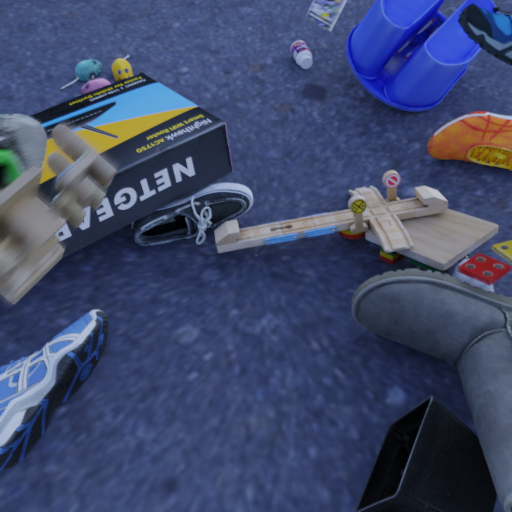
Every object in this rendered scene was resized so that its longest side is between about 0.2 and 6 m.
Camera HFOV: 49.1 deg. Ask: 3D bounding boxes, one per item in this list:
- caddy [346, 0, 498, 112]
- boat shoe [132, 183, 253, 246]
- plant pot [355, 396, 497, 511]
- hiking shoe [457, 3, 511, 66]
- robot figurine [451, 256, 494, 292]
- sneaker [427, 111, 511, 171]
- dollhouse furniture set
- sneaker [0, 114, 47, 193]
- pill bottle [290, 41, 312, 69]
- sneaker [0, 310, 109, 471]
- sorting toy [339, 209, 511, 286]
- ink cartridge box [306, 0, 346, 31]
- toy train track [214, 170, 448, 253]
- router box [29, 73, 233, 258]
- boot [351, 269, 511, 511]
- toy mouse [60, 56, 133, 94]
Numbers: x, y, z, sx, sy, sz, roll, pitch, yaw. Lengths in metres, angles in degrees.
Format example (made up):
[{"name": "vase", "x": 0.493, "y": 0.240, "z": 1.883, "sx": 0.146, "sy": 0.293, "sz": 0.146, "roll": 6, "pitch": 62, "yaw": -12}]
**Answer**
[{"name": "caddy", "x": 3.366, "y": -4.480, "z": 11.664, "sx": 2.383, "sy": 1.770, "sz": 3.371, "roll": 42, "pitch": 61, "yaw": 3}, {"name": "boat shoe", "x": -1.009, "y": -0.623, "z": 9.119, "sx": 2.041, "sy": 0.754, "sz": 0.697, "roll": -10, "pitch": 39, "yaw": -7}, {"name": "plant pot", "x": 2.045, "y": 2.572, "z": 6.420, "sx": 1.107, "sy": 1.248, "sz": 1.245, "roll": 29, "pitch": 56, "yaw": 7}, {"name": "hiking shoe", "x": 3.068, "y": -2.360, "z": 5.917, "sx": 1.834, "sy": 0.795, "sz": 0.682, "roll": 22, "pitch": 33, "yaw": -1}, {"name": "robot figurine", "x": 3.181, "y": 0.415, "z": 8.230, "sx": 0.530, "sy": 0.939, "sz": 0.797, "roll": -21, "pitch": 44, "yaw": 13}, {"name": "sneaker", "x": 4.424, "y": -2.038, "z": 10.211, "sx": 2.550, "sy": 0.931, "sz": 0.984, "roll": -4, "pitch": 51, "yaw": -2}, {"name": "dollhouse furniture set", "x": -2.113, "y": -0.336, "z": 4.553, "sx": 1.038, "sy": 1.563, "sz": 1.370, "roll": 42, "pitch": 60, "yaw": -7}, {"name": "sneaker", "x": -3.118, "y": -0.854, "z": 6.588, "sx": 1.376, "sy": 1.260, "sz": 3.229, "roll": -18, "pitch": 32, "yaw": 14}, {"name": "pill bottle", "x": 1.029, "y": -4.473, "z": 12.495, "sx": 0.371, "sy": 0.371, "sz": 0.665, "roll": -11, "pitch": 52, "yaw": -9}, {"name": "sneaker", "x": -2.858, "y": 1.551, "z": 7.368, "sx": 0.908, "sy": 0.892, "sz": 2.357, "roll": 27, "pitch": 55, "yaw": 15}, {"name": "sorting toy", "x": 2.800, "y": -0.184, "z": 8.743, "sx": 1.450, "sy": 0.509, "sz": 3.009, "roll": -28, "pitch": 37, "yaw": -31}, {"name": "ink cartridge box", "x": 1.190, "y": -3.779, "z": 7.499, "sx": 0.365, "sy": 1.451, "sz": 0.790, "roll": 30, "pitch": 23, "yaw": -1}, {"name": "toy train track", "x": 1.161, "y": -0.722, "z": 8.942, "sx": 3.736, "sy": 0.608, "sz": 2.143, "roll": -11, "pitch": 31, "yaw": -1}, {"name": "router box", "x": -2.894, "y": -1.549, "z": 9.381, "sx": 4.082, "sy": 1.042, "sz": 3.045, "roll": -31, "pitch": 46, "yaw": -22}, {"name": "boot", "x": 2.616, "y": 1.601, "z": 6.590, "sx": 3.015, "sy": 1.203, "sz": 3.316, "roll": 8, "pitch": 36, "yaw": 6}, {"name": "toy mouse", "x": -3.445, "y": -3.851, "z": 12.017, "sx": 1.565, "sy": 0.341, "sz": 1.761, "roll": -11, "pitch": 52, "yaw": -9}]
